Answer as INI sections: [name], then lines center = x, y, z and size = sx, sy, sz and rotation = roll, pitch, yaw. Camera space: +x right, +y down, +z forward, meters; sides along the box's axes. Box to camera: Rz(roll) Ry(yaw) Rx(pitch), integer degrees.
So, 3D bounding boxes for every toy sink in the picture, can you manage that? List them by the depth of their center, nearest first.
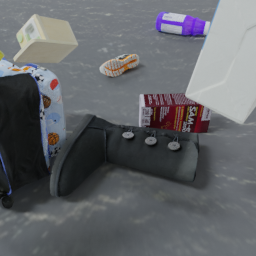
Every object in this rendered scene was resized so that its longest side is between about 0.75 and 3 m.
[toy sink]
center = -1.178, -1.201, 3.814
size = 0.780, 0.508, 0.437
rotation = -18, 82, -53

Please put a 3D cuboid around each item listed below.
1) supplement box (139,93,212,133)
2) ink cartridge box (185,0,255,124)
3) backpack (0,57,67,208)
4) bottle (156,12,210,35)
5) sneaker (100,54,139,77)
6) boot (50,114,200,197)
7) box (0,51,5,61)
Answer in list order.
[supplement box]
center = 1.148, -0.348, 6.959
size = 1.717, 0.934, 0.523
rotation = -2, 42, -1
[ink cartridge box]
center = 1.828, -1.194, 3.908
size = 0.814, 1.407, 2.422
rotation = 30, 37, 23
[backpack]
center = -2.607, -0.306, 5.799
size = 2.623, 2.754, 2.121
rotation = 27, 34, 33
[bottle]
center = 2.156, -4.069, 11.024
size = 2.041, 0.666, 0.853
rotation = 14, 44, 15
[sneaker]
center = -0.321, -2.067, 9.115
size = 1.389, 0.544, 0.536
rotation = -22, 34, -25
[boot]
center = 0.061, 0.745, 5.945
size = 2.769, 0.909, 2.282
rotation = 14, 47, 8
[box]
center = -2.454, -0.082, 2.625
size = 0.978, 0.651, 2.599
rotation = 38, 88, 15
